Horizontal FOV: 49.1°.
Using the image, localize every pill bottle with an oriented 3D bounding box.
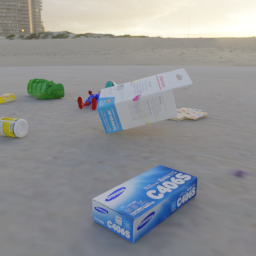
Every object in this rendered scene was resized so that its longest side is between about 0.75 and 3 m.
[{"bbox_3d":[-3.215,-0.032,7.588,0.887,0.498,0.498,6,16,19],"label":"pill bottle"}]

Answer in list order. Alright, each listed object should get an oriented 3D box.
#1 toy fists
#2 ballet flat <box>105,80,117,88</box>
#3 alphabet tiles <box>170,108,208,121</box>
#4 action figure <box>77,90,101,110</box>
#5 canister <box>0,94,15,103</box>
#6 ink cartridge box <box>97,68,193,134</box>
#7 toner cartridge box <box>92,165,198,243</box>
[{"bbox_3d":[-4.267,-2.020,14.141,1.370,0.924,2.687,-10,19,-31],"label":"toy fists"},{"bbox_3d":[-0.551,-1.774,13.819,0.809,0.809,2.330,-5,20,-16],"label":"ballet flat"},{"bbox_3d":[1.922,-0.509,10.067,1.634,0.122,1.671,12,19,39],"label":"alphabet tiles"},{"bbox_3d":[-1.275,-1.351,12.205,0.938,0.741,2.869,1,12,12],"label":"action figure"},{"bbox_3d":[-5.629,-1.348,12.778,0.567,0.331,0.764,4,17,14],"label":"canister"},{"bbox_3d":[0.499,-0.779,7.768,2.508,0.851,1.444,-14,28,8],"label":"ink cartridge box"},{"bbox_3d":[0.307,1.003,4.075,0.745,0.339,1.569,13,20,39],"label":"toner cartridge box"}]
